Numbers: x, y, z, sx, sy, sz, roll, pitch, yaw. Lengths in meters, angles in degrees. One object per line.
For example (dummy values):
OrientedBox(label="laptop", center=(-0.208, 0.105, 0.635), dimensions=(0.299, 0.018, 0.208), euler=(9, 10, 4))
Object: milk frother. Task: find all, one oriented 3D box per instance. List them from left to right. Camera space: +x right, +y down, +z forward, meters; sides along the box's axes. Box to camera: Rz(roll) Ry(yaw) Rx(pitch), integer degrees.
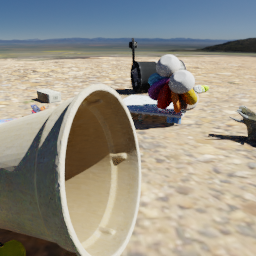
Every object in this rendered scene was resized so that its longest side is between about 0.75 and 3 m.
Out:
OrientedBox(label="milk frother", center=(1.443, -3.465, 15.197), dimensions=(2.632, 2.798, 2.525), euler=(-6, 16, -18))

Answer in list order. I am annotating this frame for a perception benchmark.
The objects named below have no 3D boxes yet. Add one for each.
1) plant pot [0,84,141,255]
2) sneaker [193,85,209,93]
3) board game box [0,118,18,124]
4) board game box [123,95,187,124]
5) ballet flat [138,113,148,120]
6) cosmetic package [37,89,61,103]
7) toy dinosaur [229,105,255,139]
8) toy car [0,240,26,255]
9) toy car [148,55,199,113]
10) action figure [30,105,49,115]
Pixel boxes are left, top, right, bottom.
OrientedBox(label="plant pot", center=(-1.225, 0.671, 4.297), dimensions=(2.204, 2.407, 2.407), euler=(-5, 16, 22))
OrientedBox(label="sneaker", center=(3.727, -2.050, 14.811), dimensions=(1.109, 0.420, 0.582), euler=(-3, 6, -32))
OrientedBox(label="board game box", center=(-4.305, -0.165, 9.623), dimensions=(1.120, 0.109, 0.577), euler=(-8, 22, -22))
OrientedBox(label="board game box", center=(0.991, -0.797, 11.017), dimensions=(2.752, 0.356, 2.751), euler=(7, 19, 19))
OrientedBox(label="ballet flat", center=(0.574, -0.542, 10.431), dimensions=(0.303, 0.300, 0.891), euler=(6, 19, 10))
OrientedBox(label="cosmetic package", center=(-3.682, -1.496, 13.023), dimensions=(0.627, 0.423, 1.191), euler=(-16, 25, -40))
OrientedBox(label="toy dinosaur", center=(4.402, 0.152, 7.722), dimensions=(1.456, 1.095, 2.846), euler=(-25, 35, -28))
OrientedBox(label="toy car", center=(-2.230, 2.003, 2.735), dimensions=(2.140, 0.477, 2.014), euler=(-3, 19, -7))
OrientedBox(label="toy car", center=(1.428, -1.345, 9.605), dimensions=(1.475, 1.722, 1.967), euler=(-32, 56, 3))
OrientedBox(label="action figure", center=(-3.215, -0.523, 10.440), dimensions=(0.867, 0.469, 0.896), euler=(-21, 53, -32))
